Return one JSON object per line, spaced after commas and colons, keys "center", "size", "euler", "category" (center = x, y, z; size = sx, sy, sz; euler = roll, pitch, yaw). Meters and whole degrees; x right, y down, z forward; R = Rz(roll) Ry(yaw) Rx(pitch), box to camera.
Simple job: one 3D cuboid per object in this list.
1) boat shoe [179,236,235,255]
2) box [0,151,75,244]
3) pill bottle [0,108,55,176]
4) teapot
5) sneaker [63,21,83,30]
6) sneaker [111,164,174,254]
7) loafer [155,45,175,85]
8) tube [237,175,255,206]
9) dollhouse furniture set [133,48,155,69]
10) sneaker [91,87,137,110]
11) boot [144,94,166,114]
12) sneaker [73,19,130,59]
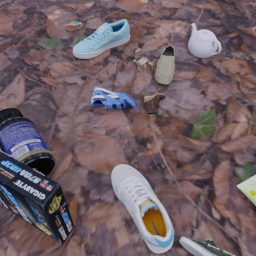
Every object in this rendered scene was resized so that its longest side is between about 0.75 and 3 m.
{"center": [2.227, 3.390, 7.786], "size": [1.623, 0.574, 0.517], "euler": [27, 60, 9], "category": "boat shoe"}
{"center": [-2.644, 1.846, 7.413], "size": [2.260, 2.843, 0.654], "euler": [25, 55, 16], "category": "box"}
{"center": [-3.527, 0.521, 9.189], "size": [1.377, 1.377, 2.463], "euler": [-29, 61, -18], "category": "pill bottle"}
{"center": [3.372, -3.832, 12.370], "size": [1.401, 1.023, 1.383], "euler": [10, 57, 6], "category": "teapot"}
{"center": [-2.686, -4.996, 13.606], "size": [0.924, 0.330, 0.369], "euler": [-11, 52, -14], "category": "sneaker"}
{"center": [0.426, 2.144, 8.236], "size": [1.106, 1.167, 2.890], "euler": [-28, 59, -16], "category": "sneaker"}
{"center": [1.580, -2.702, 11.796], "size": [0.774, 0.698, 2.045], "euler": [7, 56, 5], "category": "loafer"}
{"center": [4.302, 2.421, 8.459], "size": [0.618, 0.553, 2.129], "euler": [9, 38, -46], "category": "tube"}
{"center": [0.668, -2.967, 12.147], "size": [0.958, 0.424, 0.496], "euler": [38, 64, 22], "category": "dollhouse furniture set"}
{"center": [-0.556, -0.975, 10.683], "size": [1.845, 0.682, 0.759], "euler": [14, 62, 16], "category": "sneaker"}
{"center": [1.095, -0.923, 10.895], "size": [0.913, 0.330, 0.759], "euler": [-10, 68, -8], "category": "boot"}
{"center": [-1.212, -4.107, 12.465], "size": [2.864, 1.173, 1.059], "euler": [-30, 60, -19], "category": "sneaker"}
